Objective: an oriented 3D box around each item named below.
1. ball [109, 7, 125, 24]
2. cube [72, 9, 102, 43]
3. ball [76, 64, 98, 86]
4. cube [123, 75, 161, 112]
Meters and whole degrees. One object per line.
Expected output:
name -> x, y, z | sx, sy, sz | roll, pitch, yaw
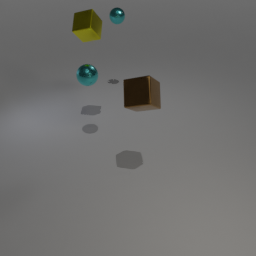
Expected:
ball -> -0.481, -4.971, 12.432 | 0.700, 0.700, 0.700 | 0, 31, 0
cube -> -1.321, -3.327, 9.159 | 0.700, 0.700, 0.700 | -2, -15, 22
ball -> -1.301, -1.691, 8.959 | 0.700, 0.700, 0.700 | 0, 31, 0
cube -> 0.353, -0.820, 6.857 | 0.700, 0.700, 0.700 | -5, -7, 26
